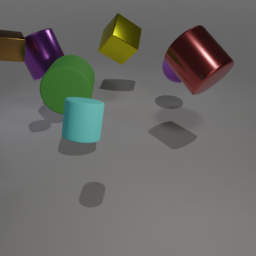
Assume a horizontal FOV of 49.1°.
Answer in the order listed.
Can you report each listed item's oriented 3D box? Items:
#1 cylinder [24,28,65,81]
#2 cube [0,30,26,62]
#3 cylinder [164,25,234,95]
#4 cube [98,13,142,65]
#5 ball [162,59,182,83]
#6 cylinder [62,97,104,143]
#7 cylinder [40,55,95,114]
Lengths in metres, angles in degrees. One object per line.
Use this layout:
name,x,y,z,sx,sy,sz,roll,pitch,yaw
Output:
cylinder,-3.035,-2.607,9.971,1.400,1.400,1.400,-22,18,7
cube,-3.431,-2.402,8.193,0.700,0.700,0.700,-4,35,-29
cylinder,1.986,-1.884,7.914,1.400,1.400,1.400,-25,73,-36
cube,-0.376,-4.109,13.068,1.400,1.400,1.400,25,59,-26
ball,2.145,-2.604,11.735,1.400,1.400,1.400,0,31,0
cylinder,-0.817,-0.157,5.073,0.700,0.700,0.700,8,12,-2
cylinder,-1.706,-1.281,8.148,1.400,1.400,1.400,-1,27,-2
